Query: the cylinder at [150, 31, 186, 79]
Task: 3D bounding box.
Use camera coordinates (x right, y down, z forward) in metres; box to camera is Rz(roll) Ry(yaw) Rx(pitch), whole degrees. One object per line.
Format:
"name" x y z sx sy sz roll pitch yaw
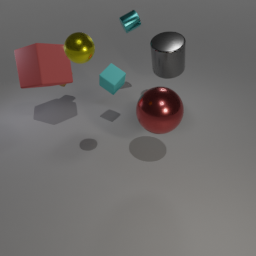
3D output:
"cylinder" 1.673 -3.026 11.667 1.400 1.400 1.400 -5 51 6

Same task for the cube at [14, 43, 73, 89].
"cube" -3.077 -2.255 10.291 1.400 1.400 1.400 0 10 38

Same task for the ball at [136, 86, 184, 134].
"ball" 0.932 -0.515 8.245 1.400 1.400 1.400 0 33 0

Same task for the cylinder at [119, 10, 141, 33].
"cylinder" 0.092 -4.403 11.599 0.700 0.700 0.700 -28 36 1

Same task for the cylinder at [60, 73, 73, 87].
"cylinder" -2.892 -2.279 12.227 0.700 0.700 0.700 21 75 29

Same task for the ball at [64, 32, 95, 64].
"ball" -1.108 -1.826 6.408 0.700 0.700 0.700 0 33 0

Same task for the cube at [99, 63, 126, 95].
"cube" -0.579 -1.796 10.340 0.700 0.700 0.700 36 68 10
